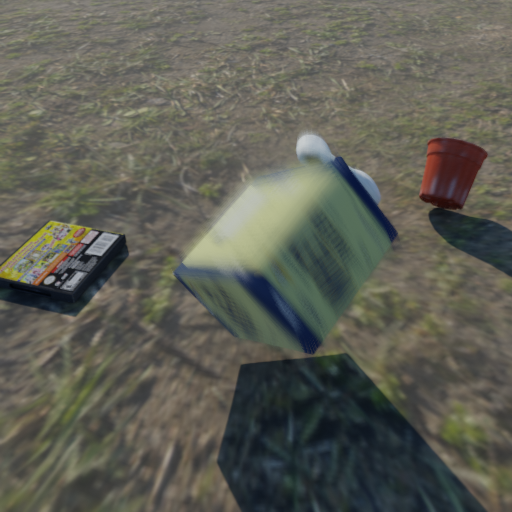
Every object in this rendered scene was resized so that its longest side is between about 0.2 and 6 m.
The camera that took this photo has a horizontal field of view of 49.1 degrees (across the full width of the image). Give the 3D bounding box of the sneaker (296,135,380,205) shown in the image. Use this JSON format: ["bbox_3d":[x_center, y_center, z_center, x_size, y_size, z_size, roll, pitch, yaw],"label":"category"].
[{"bbox_3d":[1.386,-1.354,9.778,1.796,0.632,0.720,36,29,-6],"label":"sneaker"}]

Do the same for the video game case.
[{"bbox_3d":[-3.054,0.046,8.752,1.454,0.205,1.609,10,38,14],"label":"video game case"}]

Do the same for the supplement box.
[{"bbox_3d":[0.298,-0.014,6.605,1.794,1.206,1.796,-51,23,-21],"label":"supplement box"}]

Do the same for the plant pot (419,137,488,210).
[{"bbox_3d":[3.380,-1.401,9.832,1.043,1.015,1.043,19,-3,1],"label":"plant pot"}]
